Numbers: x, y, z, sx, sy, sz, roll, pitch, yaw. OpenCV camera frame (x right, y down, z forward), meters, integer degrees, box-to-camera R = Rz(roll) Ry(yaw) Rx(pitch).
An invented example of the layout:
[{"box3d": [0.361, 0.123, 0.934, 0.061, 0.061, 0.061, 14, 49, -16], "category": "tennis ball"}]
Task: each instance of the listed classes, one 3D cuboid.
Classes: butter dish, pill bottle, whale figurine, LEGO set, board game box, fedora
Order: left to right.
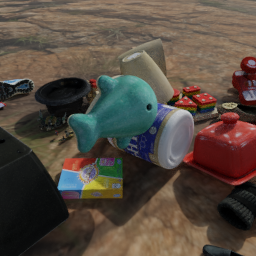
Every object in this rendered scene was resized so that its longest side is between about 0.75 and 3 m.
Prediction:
[{"box3d": [-2.636, -0.057, 10.160, 1.139, 0.497, 1.754, -20, 51, -24], "category": "LEGO set"}, {"box3d": [-2.498, -1.144, 11.135, 2.244, 1.025, 2.244, -2, 35, 1], "category": "fedora"}, {"box3d": [-1.007, 1.394, 7.909, 1.723, 0.348, 1.319, -1, 33, -1], "category": "board game box"}, {"box3d": [-0.229, -0.321, 6.627, 1.251, 1.919, 2.412, 6, 29, 43], "category": "whale figurine"}, {"box3d": [0.348, -0.025, 8.730, 2.948, 1.765, 1.765, 19, 38, 35], "category": "pill bottle"}, {"box3d": [2.938, 0.349, 8.064, 2.197, 1.624, 2.191, -19, 24, -27], "category": "butter dish"}]

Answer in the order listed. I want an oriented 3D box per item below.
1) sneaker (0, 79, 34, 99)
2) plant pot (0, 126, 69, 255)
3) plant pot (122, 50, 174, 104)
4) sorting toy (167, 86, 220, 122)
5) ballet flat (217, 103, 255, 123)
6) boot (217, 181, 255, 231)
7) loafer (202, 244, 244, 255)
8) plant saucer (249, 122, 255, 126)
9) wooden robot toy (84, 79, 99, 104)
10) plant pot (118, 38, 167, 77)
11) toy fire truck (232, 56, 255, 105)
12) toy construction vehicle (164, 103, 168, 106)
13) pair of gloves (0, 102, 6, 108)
[{"box3d": [-5.282, -1.772, 12.571, 1.994, 0.782, 0.897, -11, 18, -24], "category": "sneaker"}, {"box3d": [-3.098, 1.362, 6.352, 2.413, 2.140, 2.407, 25, 40, 34], "category": "plant pot"}, {"box3d": [0.583, -1.931, 10.951, 1.857, 1.982, 1.857, -22, 27, 12], "category": "plant pot"}, {"box3d": [2.372, -1.059, 11.320, 1.946, 0.681, 1.958, -12, 36, -18], "category": "sorting toy"}, {"box3d": [4.835, -0.563, 10.305, 2.979, 0.691, 1.004, 13, 38, 14], "category": "ballet flat"}, {"box3d": [3.168, 1.971, 6.719, 1.731, 0.651, 1.294, 12, 27, 37], "category": "boot"}, {"box3d": [2.097, 2.699, 5.922, 1.017, 0.357, 0.345, 16, 36, 22], "category": "loafer"}, {"box3d": [4.510, -0.155, 10.447, 0.821, 0.151, 0.820, 12, 35, 19], "category": "plant saucer"}, {"box3d": [-1.101, -1.351, 11.595, 1.067, 1.036, 2.352, 1, 34, -28], "category": "wooden robot toy"}, {"box3d": [0.640, -3.141, 13.595, 2.118, 1.984, 1.984, -10, 33, 2], "category": "plant pot"}, {"box3d": [5.912, -1.922, 12.278, 2.535, 1.421, 2.129, -4, 58, -5], "category": "toy fire truck"}, {"box3d": [0.609, -0.851, 10.998, 1.395, 0.564, 1.602, -31, 37, -30], "category": "toy construction vehicle"}, {"box3d": [-6.455, -0.634, 11.043, 2.812, 0.320, 2.261, 12, 34, 16], "category": "pair of gloves"}]
